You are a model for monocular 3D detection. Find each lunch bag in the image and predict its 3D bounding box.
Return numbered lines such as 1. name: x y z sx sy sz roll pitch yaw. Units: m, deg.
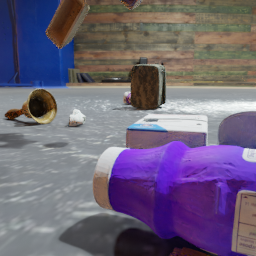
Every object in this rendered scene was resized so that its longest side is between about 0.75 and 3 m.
1. lunch bag: 1.113 -2.053 13.494 1.504 2.158 1.810 5 12 24

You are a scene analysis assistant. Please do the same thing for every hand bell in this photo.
1. hand bell: -3.509 -0.580 9.395 2.163 1.126 1.126 -7 4 36

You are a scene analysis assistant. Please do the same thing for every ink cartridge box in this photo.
1. ink cartridge box: 0.768 0.207 4.948 1.225 0.714 1.695 3 11 15

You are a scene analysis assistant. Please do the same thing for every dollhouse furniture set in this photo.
1. dollhouse furniture set: -1.179 -2.622 6.108 1.874 2.365 1.678 46 28 13

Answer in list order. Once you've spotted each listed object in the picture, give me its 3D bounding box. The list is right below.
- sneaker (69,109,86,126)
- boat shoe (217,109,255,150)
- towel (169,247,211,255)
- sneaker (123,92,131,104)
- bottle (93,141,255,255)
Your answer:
1. sneaker: -1.556 -0.295 8.815 0.473 0.415 1.181 5 17 -5
2. boat shoe: 2.488 0.364 3.095 1.246 1.079 2.922 -7 15 -34
3. towel: 0.493 1.114 1.577 0.881 0.140 1.227 6 13 29
4. sneaker: 0.548 -1.672 15.608 0.849 0.772 1.919 13 20 29
5. bottle: 0.963 0.587 2.191 2.606 0.851 1.088 5 -10 26
